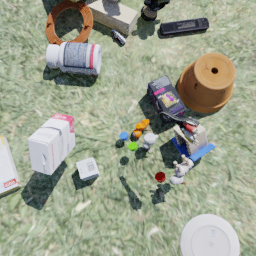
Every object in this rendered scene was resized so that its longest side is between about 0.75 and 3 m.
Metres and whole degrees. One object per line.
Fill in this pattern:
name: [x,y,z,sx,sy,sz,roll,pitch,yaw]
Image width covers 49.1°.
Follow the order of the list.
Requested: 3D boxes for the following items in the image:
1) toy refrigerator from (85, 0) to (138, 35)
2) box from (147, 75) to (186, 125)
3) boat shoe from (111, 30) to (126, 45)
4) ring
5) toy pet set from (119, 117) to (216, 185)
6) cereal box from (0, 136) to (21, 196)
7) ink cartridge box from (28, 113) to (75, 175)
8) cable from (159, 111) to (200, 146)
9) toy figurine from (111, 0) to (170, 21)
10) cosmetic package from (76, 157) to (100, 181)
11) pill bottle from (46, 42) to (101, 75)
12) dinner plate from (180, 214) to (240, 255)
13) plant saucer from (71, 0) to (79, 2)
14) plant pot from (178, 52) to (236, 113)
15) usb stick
toy refrigerator: [-0.803,-5.281,13.019,2.355,0.824,0.894,26,68,7]
box: [1.558,-1.144,11.615,0.904,1.042,1.704,-24,75,-7]
boat shoe: [-0.492,-4.168,12.945,0.912,0.319,0.302,45,76,4]
ring: [-2.720,-4.720,12.704,2.390,0.229,2.390,-1,86,18]
toy pet set: [1.665,0.868,10.961,2.796,1.590,2.995,-31,43,-9]
cereal box: [-5.349,1.613,11.091,1.604,0.441,2.229,-22,74,-6]
ink cartridge box: [-2.495,0.499,9.369,0.750,1.288,1.779,12,32,12]
cable: [1.439,-0.119,7.937,1.540,0.748,0.388,33,57,31]
toy figurine: [0.669,-6.691,12.578,2.966,2.064,2.920,22,67,-15]
cosmetic package: [-1.549,1.610,10.896,0.677,0.821,0.676,-19,74,-6]
pill bottle: [-2.304,-3.012,12.053,2.171,1.298,1.298,5,73,1]
dinner plate: [3.061,4.343,10.378,2.218,0.269,2.218,0,72,-1]
plant saucer: [-2.131,-6.793,12.993,2.882,0.690,2.878,-33,48,-14]
plant pot: [3.359,-1.979,11.566,2.349,1.644,2.349,0,74,-1]
usb stick: [2.610,-4.726,13.043,2.303,0.376,0.639,-9,81,-2]
